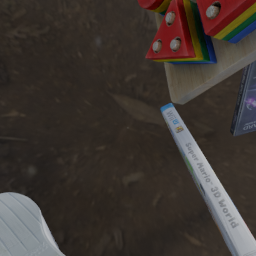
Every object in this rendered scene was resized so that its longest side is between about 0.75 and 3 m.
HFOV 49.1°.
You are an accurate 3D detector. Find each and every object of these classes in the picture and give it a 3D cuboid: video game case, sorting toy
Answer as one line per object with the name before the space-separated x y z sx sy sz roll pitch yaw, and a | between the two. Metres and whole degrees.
video game case | 2.904 -0.959 5.162 1.757 2.459 0.233 -14 45 -6
video game case | 1.257 1.072 4.049 0.243 1.956 2.734 -27 37 6
sorting toy | 1.113 -2.101 4.414 0.910 2.598 2.614 4 68 -31

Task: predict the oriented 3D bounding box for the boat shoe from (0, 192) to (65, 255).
boat shoe | -1.441 1.877 4.001 0.923 0.796 2.565 -20 36 -35
